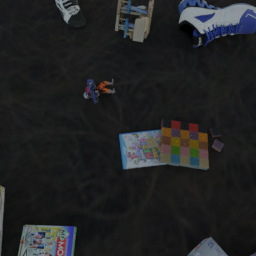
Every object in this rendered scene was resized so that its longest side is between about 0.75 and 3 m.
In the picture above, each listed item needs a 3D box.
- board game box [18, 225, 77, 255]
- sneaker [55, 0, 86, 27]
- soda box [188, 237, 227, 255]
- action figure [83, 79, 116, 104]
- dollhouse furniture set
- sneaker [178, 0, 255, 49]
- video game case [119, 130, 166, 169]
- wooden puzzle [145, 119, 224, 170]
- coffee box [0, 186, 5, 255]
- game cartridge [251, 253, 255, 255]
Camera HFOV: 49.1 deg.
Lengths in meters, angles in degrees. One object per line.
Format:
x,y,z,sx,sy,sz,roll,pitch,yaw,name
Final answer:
-2.146,3.607,7.184,1.404,0.304,2.086,1,64,2,board game box
-2.359,-4.820,10.995,0.758,0.906,2.047,-32,69,-16,sneaker
2.485,3.793,6.847,0.685,0.737,2.160,-36,69,-16,soda box
-0.964,-1.157,9.387,1.091,0.590,1.128,-14,55,4,action figure
0.143,-3.933,9.908,1.248,1.241,1.770,12,29,6,dollhouse furniture set
3.150,-3.658,10.359,2.985,1.206,1.724,15,68,15,sneaker
0.578,0.636,8.726,1.607,0.143,1.150,-6,64,-3,video game case
1.756,0.497,8.676,2.481,0.174,1.471,8,62,-4,wooden puzzle
-4.450,2.346,6.851,2.011,1.988,2.007,-8,64,-4,coffee box
4.424,4.223,6.787,1.888,0.559,2.913,-21,66,-14,game cartridge
